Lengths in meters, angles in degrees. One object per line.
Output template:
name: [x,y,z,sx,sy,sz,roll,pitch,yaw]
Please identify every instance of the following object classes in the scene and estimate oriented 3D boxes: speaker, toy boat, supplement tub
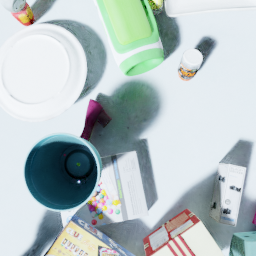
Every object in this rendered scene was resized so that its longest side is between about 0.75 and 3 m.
speaker: [-0.083,-2.917,7.236,1.309,1.309,2.961,-19,85,-2]
toy boat: [-2.929,-4.234,7.311,2.447,1.353,2.911,-8,84,-1]
supplement tub: [1.567,-1.586,7.179,0.514,0.839,0.514,0,68,-1]

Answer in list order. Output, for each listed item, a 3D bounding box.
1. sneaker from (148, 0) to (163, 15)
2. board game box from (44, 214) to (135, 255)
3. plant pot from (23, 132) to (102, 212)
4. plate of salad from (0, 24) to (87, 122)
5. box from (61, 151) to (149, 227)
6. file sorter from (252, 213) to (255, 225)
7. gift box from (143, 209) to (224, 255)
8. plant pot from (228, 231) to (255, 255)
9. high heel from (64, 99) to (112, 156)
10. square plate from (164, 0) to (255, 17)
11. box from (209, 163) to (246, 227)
sneaker: [0.606,-3.910,7.529,0.639,0.738,1.634,-17,73,-3]
board game box: [-0.776,3.552,6.747,2.592,0.449,1.756,36,92,-3]
plant pot: [-1.241,0.876,6.186,1.551,1.457,1.551,0,89,6]
plate of salad: [-2.327,-1.445,7.402,2.655,0.638,2.655,-1,82,10]
box: [-0.683,1.591,7.182,2.144,0.441,1.671,-10,85,0]
file sorter: [4.464,2.126,6.689,2.098,1.316,1.458,21,85,2]
gift box: [1.367,3.119,6.380,1.677,1.817,1.697,-35,87,2]
plant pot: [3.192,3.600,6.485,1.513,1.514,2.142,-4,81,0]
high heel: [-1.237,0.040,7.281,0.809,0.567,1.682,46,72,-3]
square plate: [2.271,-4.449,7.818,2.745,0.394,2.771,-5,84,0]
box: [2.460,1.614,6.986,0.429,0.833,1.428,12,83,1]
